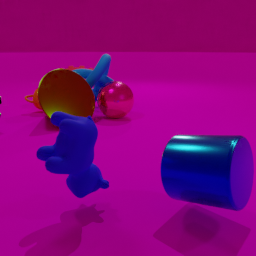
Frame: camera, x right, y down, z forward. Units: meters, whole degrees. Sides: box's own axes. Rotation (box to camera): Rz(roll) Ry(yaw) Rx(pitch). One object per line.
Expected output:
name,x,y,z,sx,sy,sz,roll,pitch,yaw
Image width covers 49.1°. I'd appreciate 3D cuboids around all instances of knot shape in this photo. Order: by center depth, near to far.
knot shape,-1.011,-1.320,8.839,0.894,1.935,1.811,53,10,27

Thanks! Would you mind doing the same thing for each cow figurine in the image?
cow figurine,-0.551,0.335,3.327,0.976,0.992,0.545,16,11,-42

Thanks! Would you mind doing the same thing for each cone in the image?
cone,-1.979,-0.576,7.696,1.576,1.576,1.582,-15,-5,-40

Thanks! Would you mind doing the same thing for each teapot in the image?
teapot,-2.538,-0.985,8.733,1.304,0.811,0.638,-12,53,-25

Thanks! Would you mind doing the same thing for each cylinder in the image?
cylinder,0.928,0.484,3.265,0.811,0.811,0.811,0,12,40

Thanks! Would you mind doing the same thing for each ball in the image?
ball,-0.351,-0.795,7.933,1.053,1.053,1.053,0,16,0

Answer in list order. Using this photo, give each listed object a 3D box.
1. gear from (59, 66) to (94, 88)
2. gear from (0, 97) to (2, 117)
gear,-1.967,-1.755,10.261,1.754,0.324,1.754,0,38,0
gear,-3.692,-0.743,6.537,1.668,1.668,0.309,8,24,24
